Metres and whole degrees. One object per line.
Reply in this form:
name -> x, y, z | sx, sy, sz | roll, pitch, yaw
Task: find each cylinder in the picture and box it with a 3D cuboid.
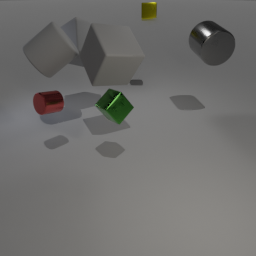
cylinder -> -2.507, -0.806, 8.846 | 0.700, 0.700, 0.700 | 22, 25, 35
cylinder -> -2.703, -2.744, 9.899 | 1.400, 1.400, 1.400 | -37, 29, 8
cylinder -> 3.321, -3.402, 11.205 | 1.400, 1.400, 1.400 | -5, 36, -9

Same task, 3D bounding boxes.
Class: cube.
cube -> -0.559, -2.345, 9.106 | 1.400, 1.400, 1.400 | -8, 61, -32
cube -> -0.407, -0.642, 8.281 | 0.700, 0.700, 0.700 | -50, 36, -11
cube -> 0.982, -5.413, 13.055 | 0.700, 0.700, 0.700 | 1, 14, 4
cube -> -1.951, -3.476, 11.571 | 1.400, 1.400, 1.400 | -9, -7, 43
